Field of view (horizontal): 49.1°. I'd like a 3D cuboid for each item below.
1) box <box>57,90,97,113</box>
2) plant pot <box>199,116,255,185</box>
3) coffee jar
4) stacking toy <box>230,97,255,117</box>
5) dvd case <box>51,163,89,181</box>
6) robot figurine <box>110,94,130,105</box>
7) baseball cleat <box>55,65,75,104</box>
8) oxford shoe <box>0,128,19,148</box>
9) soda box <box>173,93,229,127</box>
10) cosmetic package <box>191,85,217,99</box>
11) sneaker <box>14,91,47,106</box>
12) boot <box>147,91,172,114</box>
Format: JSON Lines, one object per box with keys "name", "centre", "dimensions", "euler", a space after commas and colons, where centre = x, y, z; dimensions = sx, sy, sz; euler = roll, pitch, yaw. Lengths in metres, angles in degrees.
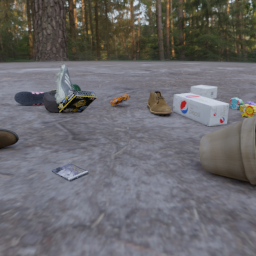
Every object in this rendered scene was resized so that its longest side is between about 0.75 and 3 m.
{"name": "box", "centre": [-1.576, -0.808, 8.705], "dimensions": [0.829, 0.256, 1.038], "euler": [-38, -16, 26]}
{"name": "plant pot", "centre": [2.419, 0.538, 6.430], "dimensions": [1.305, 1.504, 1.504], "euler": [-7, 10, 36]}
{"name": "coffee jar", "centre": [-3.048, -1.437, 13.201], "dimensions": [1.214, 0.994, 2.329], "euler": [-5, 16, 8]}
{"name": "stacking toy", "centre": [5.247, -1.068, 12.781], "dimensions": [1.896, 0.591, 2.515], "euler": [-10, 19, -29]}
{"name": "dvd case", "centre": [-1.395, 1.051, 6.743], "dimensions": [0.761, 0.061, 0.566], "euler": [16, 23, 41]}
{"name": "robot figurine", "centre": [-0.360, -1.377, 13.557], "dimensions": [0.963, 0.280, 0.698], "euler": [-16, 19, 30]}
{"name": "baseball cleat", "centre": [-2.598, -1.765, 12.028], "dimensions": [1.045, 1.963, 0.684], "euler": [17, -30, -31]}
{"name": "oxford shoe", "centre": [-4.019, 0.453, 7.948], "dimensions": [1.741, 0.633, 0.735], "euler": [-8, 29, -4]}
{"name": "soda box", "centre": [2.903, -0.820, 11.533], "dimensions": [0.887, 0.829, 2.605], "euler": [-7, 18, -22]}
{"name": "cosmetic package", "centre": [4.248, -2.006, 15.711], "dimensions": [1.065, 0.657, 1.069], "euler": [-15, 21, -40]}
{"name": "sneaker", "centre": [-4.612, -1.462, 14.174], "dimensions": [2.064, 0.724, 0.847], "euler": [1, -1, -2]}
{"name": "boot", "centre": [1.364, -1.135, 12.579], "dimensions": [0.823, 0.843, 2.235], "euler": [-2, 18, -14]}
